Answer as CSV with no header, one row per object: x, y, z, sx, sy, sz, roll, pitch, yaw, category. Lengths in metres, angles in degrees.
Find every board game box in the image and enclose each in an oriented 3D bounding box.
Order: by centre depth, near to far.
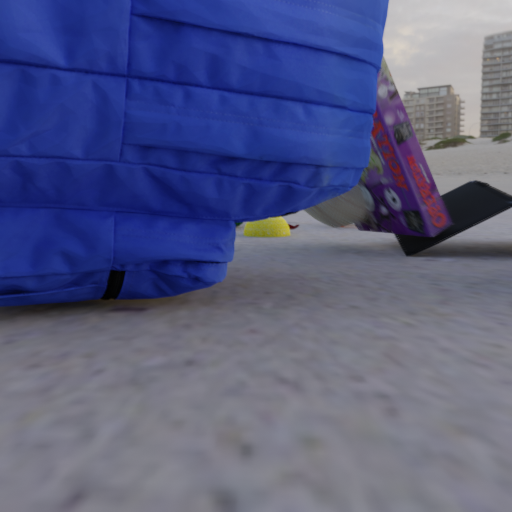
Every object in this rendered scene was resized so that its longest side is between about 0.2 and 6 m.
1.664,-2.047,9.102,0.593,3.674,2.205,-32,15,-19,board game box

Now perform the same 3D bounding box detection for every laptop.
4.076,-0.338,9.646,2.932,1.514,2.598,25,17,-1,laptop

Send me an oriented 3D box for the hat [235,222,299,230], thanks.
-0.310,-1.051,14.272,2.326,2.188,2.642,33,26,-4,hat

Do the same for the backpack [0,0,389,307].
-1.251,-1.621,5.518,4.667,3.916,3.792,-5,18,-22,backpack

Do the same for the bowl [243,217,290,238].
0.224,-0.711,12.108,1.029,0.554,1.029,-1,8,0,bowl

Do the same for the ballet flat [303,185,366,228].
0.592,-1.540,9.140,2.887,0.974,0.900,48,18,16,ballet flat
